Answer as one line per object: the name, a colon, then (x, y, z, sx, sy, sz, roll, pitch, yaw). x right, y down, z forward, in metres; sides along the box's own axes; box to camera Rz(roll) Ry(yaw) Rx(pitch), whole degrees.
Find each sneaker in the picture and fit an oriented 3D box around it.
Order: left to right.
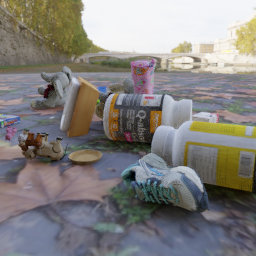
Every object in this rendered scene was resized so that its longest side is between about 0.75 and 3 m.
sneaker: (0.662, 1.265, 5.784, 1.013, 0.911, 2.348, -21, 15, -24)

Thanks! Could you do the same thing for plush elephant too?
plush elephant: (-4.237, -2.373, 16.256, 2.763, 2.139, 2.276, 9, 35, 2)
plush elephant: (-0.655, -1.147, 12.521, 1.930, 2.053, 2.492, 24, -4, 25)

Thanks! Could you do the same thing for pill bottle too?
pill bottle: (0.732, -0.342, 9.849, 2.915, 1.696, 1.696, 3, 15, 15)
pill bottle: (1.964, 0.594, 6.732, 2.609, 1.461, 1.461, 7, 16, 26)

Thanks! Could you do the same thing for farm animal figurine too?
farm animal figurine: (-2.821, 0.555, 8.381, 1.735, 0.872, 1.401, 10, -1, 45)

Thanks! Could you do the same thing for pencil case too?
pencil case: (0.738, -1.837, 13.262, 1.214, 2.776, 1.214, -1, 29, 0)

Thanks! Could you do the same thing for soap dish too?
soap dish: (-2.013, -0.941, 11.630, 1.116, 2.162, 2.748, 14, 11, -16)

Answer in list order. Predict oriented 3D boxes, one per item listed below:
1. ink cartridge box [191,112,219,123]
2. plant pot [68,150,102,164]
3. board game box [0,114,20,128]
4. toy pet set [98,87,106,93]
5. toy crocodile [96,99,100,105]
ink cartridge box: (3.374, -0.345, 12.296, 0.819, 0.477, 1.131, 11, 18, 36)
plant pot: (-1.265, 0.865, 8.335, 0.998, 0.137, 0.998, 1, 15, 0)
board game box: (-5.945, -0.350, 12.667, 1.705, 0.294, 1.154, 6, 16, 23)
toy pet set: (-1.322, -2.477, 19.665, 1.574, 0.895, 1.686, 0, 14, -2)
toy crocodile: (-1.658, -1.456, 16.806, 0.486, 0.444, 1.438, -12, 23, -42)
